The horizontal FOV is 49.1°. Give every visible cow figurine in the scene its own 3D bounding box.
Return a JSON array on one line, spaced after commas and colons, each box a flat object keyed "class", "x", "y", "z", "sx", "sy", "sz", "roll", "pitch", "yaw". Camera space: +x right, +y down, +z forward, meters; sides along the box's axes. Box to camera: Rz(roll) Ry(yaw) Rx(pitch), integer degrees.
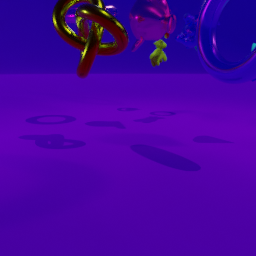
[{"class": "cow figurine", "x": 1.234, "y": -3.161, "z": 11.651, "sx": 0.994, "sy": 0.978, "sz": 0.546, "roll": -36, "pitch": 20, "yaw": -30}, {"class": "cow figurine", "x": 2.208, "y": -3.136, "z": 8.744, "sx": 0.777, "sy": 1.416, "sz": 1.394, "roll": 35, "pitch": 25, "yaw": 31}]

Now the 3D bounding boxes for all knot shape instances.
[{"class": "knot shape", "x": -0.880, "y": -1.932, "z": 6.113, "sx": 0.872, "sy": 1.765, "sz": 1.886, "roll": -24, "pitch": 53, "yaw": -39}]

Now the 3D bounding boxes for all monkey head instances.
[{"class": "monkey head", "x": 0.652, "y": -2.989, "z": 7.722, "sx": 1.156, "sy": 1.919, "sz": 1.380, "roll": 1, "pitch": 27, "yaw": -16}]

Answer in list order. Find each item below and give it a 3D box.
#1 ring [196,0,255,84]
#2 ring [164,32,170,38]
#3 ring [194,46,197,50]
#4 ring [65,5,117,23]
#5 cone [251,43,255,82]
[{"class": "ring", "x": 1.853, "y": -1.708, "z": 4.751, "sx": 0.381, "sy": 1.906, "sz": 1.906, "roll": -5, "pitch": 13, "yaw": -26}, {"class": "ring", "x": 1.447, "y": -4.063, "z": 10.968, "sx": 0.217, "sy": 1.087, "sz": 1.087, "roll": -10, "pitch": 11, "yaw": 9}, {"class": "ring", "x": 2.627, "y": -3.014, "z": 10.304, "sx": 0.228, "sy": 1.140, "sz": 1.140, "roll": -35, "pitch": -5, "yaw": 27}, {"class": "ring", "x": -1.274, "y": -3.495, "z": 8.562, "sx": 1.880, "sy": 0.376, "sz": 1.880, "roll": -2, "pitch": 27, "yaw": 1}, {"class": "cone", "x": 3.263, "y": -1.486, "z": 6.257, "sx": 0.870, "sy": 0.867, "sz": 0.867, "roll": 3, "pitch": 12, "yaw": 30}]
